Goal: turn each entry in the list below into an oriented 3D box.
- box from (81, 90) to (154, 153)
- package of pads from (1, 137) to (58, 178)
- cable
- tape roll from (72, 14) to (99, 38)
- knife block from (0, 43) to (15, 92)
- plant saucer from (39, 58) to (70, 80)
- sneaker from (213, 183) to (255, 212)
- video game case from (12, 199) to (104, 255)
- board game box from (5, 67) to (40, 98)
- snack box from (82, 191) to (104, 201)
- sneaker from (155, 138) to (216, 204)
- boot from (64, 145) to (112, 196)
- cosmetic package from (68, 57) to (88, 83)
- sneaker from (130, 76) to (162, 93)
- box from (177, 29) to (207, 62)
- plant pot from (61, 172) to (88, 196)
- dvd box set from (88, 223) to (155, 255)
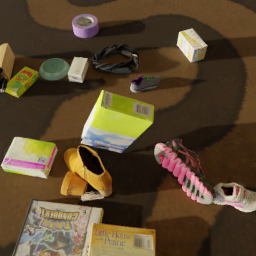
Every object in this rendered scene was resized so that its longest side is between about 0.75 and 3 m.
[{"bbox_3d":[-0.473,-0.074,9.650,1.762,2.891,0.689,15,61,-15],"label":"box"},{"bbox_3d":[-3.670,1.070,10.562,1.738,0.593,1.342,8,55,6],"label":"package of pads"},{"bbox_3d":[-0.657,-3.489,13.826,2.426,0.616,1.980,-1,54,0],"label":"cable"},{"bbox_3d":[-2.322,-5.602,15.357,1.382,0.587,1.382,0,55,-1],"label":"tape roll"},{"bbox_3d":[-5.835,-2.666,12.887,2.280,0.831,2.597,26,58,28],"label":"knife block"},{"bbox_3d":[-3.601,-2.945,13.649,1.497,0.269,1.497,0,55,0],"label":"plant saucer"},{"bbox_3d":[3.747,2.323,9.537,1.803,0.796,0.734,8,55,5],"label":"sneaker"},{"bbox_3d":[-2.211,3.543,8.956,2.530,0.323,2.287,6,55,4],"label":"video game case"},{"bbox_3d":[-4.931,-2.156,13.017,0.772,0.362,1.520,24,58,16],"label":"board game box"},{"bbox_3d":[-1.247,2.407,9.912,0.771,0.094,0.277,-6,55,-4],"label":"snack box"},{"bbox_3d":[2.268,1.412,10.150,1.343,1.113,2.817,-24,58,-29],"label":"sneaker"},{"bbox_3d":[-1.496,1.104,9.686,0.941,1.914,2.674,-38,58,-22],"label":"boot"},{"bbox_3d":[-2.367,-2.801,13.409,0.691,0.497,1.225,9,54,6],"label":"cosmetic package"},{"bbox_3d":[0.868,-2.145,12.807,1.589,0.695,0.591,-24,58,-16],"label":"sneaker"},{"bbox_3d":[3.225,-4.183,14.178,0.761,0.844,1.501,-19,58,-12],"label":"box"},{"bbox_3d":[-1.836,2.016,9.789,0.737,0.805,0.805,16,56,3],"label":"plant pot"},{"bbox_3d":[-0.236,4.317,8.141,2.055,0.413,2.809,8,55,-6],"label":"dvd box set"}]
